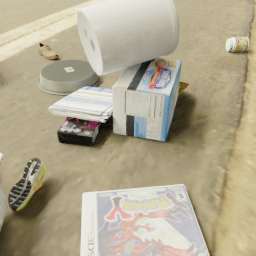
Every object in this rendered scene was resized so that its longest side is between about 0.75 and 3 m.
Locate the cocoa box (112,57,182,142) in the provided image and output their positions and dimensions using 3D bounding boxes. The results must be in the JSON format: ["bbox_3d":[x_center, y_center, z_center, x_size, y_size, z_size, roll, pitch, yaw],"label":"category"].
[{"bbox_3d":[0.652,-1.001,8.554,1.590,1.616,2.423,10,37,13],"label":"cocoa box"}]

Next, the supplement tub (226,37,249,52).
[{"bbox_3d":[5.280,-4.028,13.524,0.931,0.672,0.672,-3,36,-3],"label":"supplement tub"}]

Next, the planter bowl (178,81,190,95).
[{"bbox_3d":[1.582,-1.421,9.965,1.131,0.471,1.131,10,6,-1],"label":"planter bowl"}]

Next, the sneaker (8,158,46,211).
[{"bbox_3d":[-2.211,1.331,6.368,0.484,0.559,1.239,14,61,22],"label":"sneaker"}]

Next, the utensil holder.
[{"bbox_3d":[-0.028,-2.683,7.889,2.304,1.958,1.958,-23,41,-15],"label":"utensil holder"}]

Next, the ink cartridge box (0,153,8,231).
[{"bbox_3d":[-3.273,1.847,4.940,1.720,0.991,2.970,-1,41,-4],"label":"ink cartridge box"}]

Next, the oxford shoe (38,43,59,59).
[{"bbox_3d":[-3.754,-3.579,13.020,1.412,0.528,0.497,26,43,31],"label":"oxford shoe"}]

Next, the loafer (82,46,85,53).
[{"bbox_3d":[-0.813,-3.740,12.833,2.883,1.004,1.084,14,39,19],"label":"loafer"}]

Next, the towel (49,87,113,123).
[{"bbox_3d":[-1.093,-0.828,8.948,1.878,0.304,2.557,9,25,14],"label":"towel"}]

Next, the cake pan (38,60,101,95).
[{"bbox_3d":[-2.322,-2.085,11.046,2.464,0.452,2.464,0,36,0],"label":"cake pan"}]

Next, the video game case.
[{"bbox_3d":[0.250,2.052,5.529,2.335,0.268,2.128,-4,37,-5],"label":"video game case"}]

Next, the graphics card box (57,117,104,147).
[{"bbox_3d":[-1.319,-0.142,8.409,1.042,0.422,1.660,8,38,10],"label":"graphics card box"}]
